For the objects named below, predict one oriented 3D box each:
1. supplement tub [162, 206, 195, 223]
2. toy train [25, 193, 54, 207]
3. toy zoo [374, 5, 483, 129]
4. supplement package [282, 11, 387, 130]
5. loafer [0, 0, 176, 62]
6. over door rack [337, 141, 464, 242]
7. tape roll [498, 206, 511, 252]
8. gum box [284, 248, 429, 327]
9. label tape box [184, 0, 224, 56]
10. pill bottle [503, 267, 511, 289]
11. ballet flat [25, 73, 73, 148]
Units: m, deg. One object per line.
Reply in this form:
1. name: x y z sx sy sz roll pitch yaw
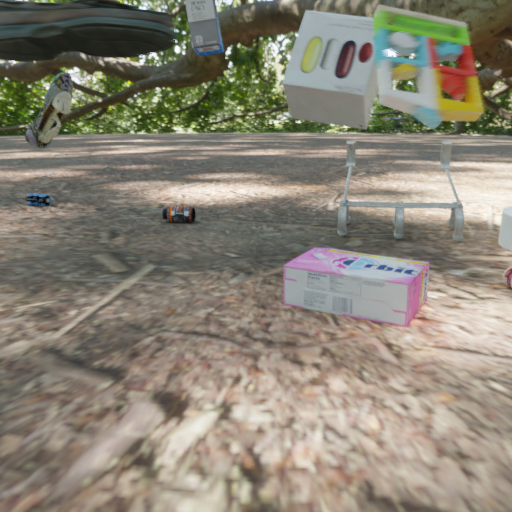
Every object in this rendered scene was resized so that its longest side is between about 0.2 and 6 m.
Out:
1. supplement tub: -1.700 -0.909 12.275 0.685 0.367 0.367 2 15 9
2. toy train: -5.535 -1.447 14.351 0.736 0.319 0.421 6 11 21
3. toy zoo: 2.445 -2.679 8.049 1.442 2.197 0.225 7 -30 -8
4. supplement package: 1.568 -3.634 10.989 1.626 1.700 1.250 13 -14 16
5. loafer: -2.851 -3.808 8.989 3.100 0.975 1.114 -2 -8 2
6. over door rack: 3.048 -1.339 11.948 2.420 1.091 3.276 3 37 11
7. tape roll: 5.387 -0.449 10.051 1.877 0.657 1.877 0 15 0
8. gum box: 1.251 0.350 7.270 1.728 0.571 0.981 8 19 28
9. label tape box: -0.785 -3.636 8.025 0.426 1.346 0.971 -8 13 1
10. pill bottle: 3.679 0.361 7.747 0.312 0.312 0.547 -1 15 -2
11. ballet flat: -3.697 -2.619 10.314 0.537 1.493 0.537 32 9 -6
